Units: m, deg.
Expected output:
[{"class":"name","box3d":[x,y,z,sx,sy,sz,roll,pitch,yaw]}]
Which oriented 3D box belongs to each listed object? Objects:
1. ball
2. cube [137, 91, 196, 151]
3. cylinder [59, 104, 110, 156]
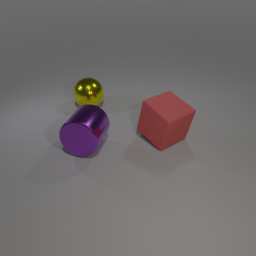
[{"class":"ball","box3d":[-1.795,-1.605,12.812,1.400,1.400,1.400,0,31,0]},{"class":"cube","box3d":[1.376,-0.299,10.350,1.400,1.400,1.400,-23,51,-33]},{"class":"cylinder","box3d":[-1.511,0.061,9.950,1.400,1.400,1.400,7,31,12]}]
